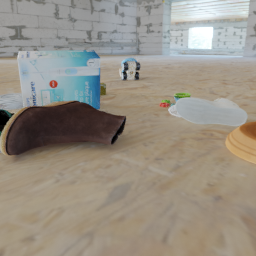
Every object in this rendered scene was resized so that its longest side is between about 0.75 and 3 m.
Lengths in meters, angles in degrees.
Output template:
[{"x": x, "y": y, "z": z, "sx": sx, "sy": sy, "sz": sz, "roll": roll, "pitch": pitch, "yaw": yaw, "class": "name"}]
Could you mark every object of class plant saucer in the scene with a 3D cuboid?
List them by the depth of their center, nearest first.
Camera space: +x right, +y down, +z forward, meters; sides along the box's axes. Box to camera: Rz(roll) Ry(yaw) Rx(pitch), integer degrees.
[{"x": 3.851, "y": 0.336, "z": 7.001, "sx": 2.642, "sy": 0.495, "sz": 2.642, "roll": 0, "pitch": 17, "yaw": 0, "class": "plant saucer"}]

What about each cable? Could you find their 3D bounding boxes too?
[{"x": -4.846, "y": -1.090, "z": 11.430, "sx": 1.367, "sy": 0.473, "sz": 1.367, "roll": 8, "pitch": 21, "yaw": 25, "class": "cable"}]

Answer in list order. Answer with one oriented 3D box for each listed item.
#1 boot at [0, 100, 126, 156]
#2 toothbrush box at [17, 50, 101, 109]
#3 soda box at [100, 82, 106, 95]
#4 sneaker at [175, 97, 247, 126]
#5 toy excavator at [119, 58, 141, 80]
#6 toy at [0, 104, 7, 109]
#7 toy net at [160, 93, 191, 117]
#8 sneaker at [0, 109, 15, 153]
[{"x": -1.502, "y": 0.031, "z": 7.156, "sx": 2.323, "sy": 1.010, "sz": 2.792, "roll": 13, "pitch": 30, "yaw": 16, "class": "boot"}, {"x": -2.563, "y": -1.785, "z": 10.661, "sx": 2.877, "sy": 2.106, "sz": 1.227, "roll": -4, "pitch": 28, "yaw": -17, "class": "toothbrush box"}, {"x": -1.949, "y": -1.859, "z": 13.605, "sx": 1.706, "sy": 0.578, "sz": 0.546, "roll": -7, "pitch": 19, "yaw": -21, "class": "soda box"}, {"x": 2.765, "y": -0.624, "z": 9.584, "sx": 2.271, "sy": 0.837, "sz": 1.312, "roll": 13, "pitch": 18, "yaw": 8, "class": "sneaker"}, {"x": -0.036, "y": -4.037, "z": 19.109, "sx": 1.139, "sy": 2.217, "sz": 2.280, "roll": -5, "pitch": 47, "yaw": -13, "class": "toy excavator"}, {"x": -4.736, "y": -0.525, "z": 9.133, "sx": 0.845, "sy": 0.347, "sz": 1.468, "roll": -29, "pitch": -16, "yaw": 15, "class": "toy"}, {"x": 1.868, "y": -0.965, "z": 11.041, "sx": 1.267, "sy": 0.466, "sz": 2.415, "roll": 3, "pitch": 19, "yaw": 9, "class": "toy net"}, {"x": -3.237, "y": -0.135, "z": 7.735, "sx": 0.820, "sy": 0.918, "sz": 2.297, "roll": 0, "pitch": 18, "yaw": 0, "class": "sneaker"}]
